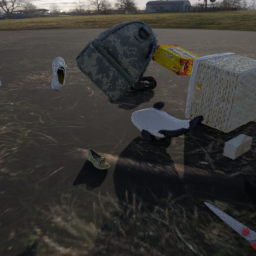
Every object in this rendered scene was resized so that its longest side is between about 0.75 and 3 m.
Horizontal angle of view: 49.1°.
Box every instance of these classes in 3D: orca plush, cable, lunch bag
[{"bbox_3d":[1.424,-0.161,10.086,2.745,1.444,0.976,-8,-23,36],"label":"orca plush"},{"bbox_3d":[0.520,-2.494,15.786,2.293,0.582,1.871,-16,24,-25],"label":"cable"},{"bbox_3d":[-0.320,-2.532,9.644,2.428,2.017,2.895,-45,17,8],"label":"lunch bag"}]

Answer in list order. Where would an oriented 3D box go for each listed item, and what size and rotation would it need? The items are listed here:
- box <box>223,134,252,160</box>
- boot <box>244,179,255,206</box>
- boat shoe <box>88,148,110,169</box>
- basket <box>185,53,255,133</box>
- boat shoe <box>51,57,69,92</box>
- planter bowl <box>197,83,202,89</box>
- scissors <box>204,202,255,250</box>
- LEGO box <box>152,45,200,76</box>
[{"bbox_3d":[3.566,0.594,9.093,1.024,0.486,0.398,-21,33,-35],"label":"box"},{"bbox_3d":[3.576,1.619,6.851,0.986,0.496,1.319,-1,25,-2],"label":"boot"},{"bbox_3d":[-0.913,0.943,8.526,0.364,0.314,0.997,-17,30,-32],"label":"boat shoe"},{"bbox_3d":[3.969,-1.467,11.166,2.578,2.555,2.073,-19,35,-36],"label":"basket"},{"bbox_3d":[-2.693,-2.296,11.235,0.602,0.695,1.630,23,53,-34],"label":"boat shoe"},{"bbox_3d":[4.367,-1.956,14.201,1.891,0.788,1.891,0,24,0],"label":"planter bowl"},{"bbox_3d":[2.473,2.279,5.638,2.827,0.197,1.034,7,62,53],"label":"scissors"},{"bbox_3d":[2.354,-3.268,13.344,1.474,0.764,1.979,-12,40,-35],"label":"LEGO box"}]
